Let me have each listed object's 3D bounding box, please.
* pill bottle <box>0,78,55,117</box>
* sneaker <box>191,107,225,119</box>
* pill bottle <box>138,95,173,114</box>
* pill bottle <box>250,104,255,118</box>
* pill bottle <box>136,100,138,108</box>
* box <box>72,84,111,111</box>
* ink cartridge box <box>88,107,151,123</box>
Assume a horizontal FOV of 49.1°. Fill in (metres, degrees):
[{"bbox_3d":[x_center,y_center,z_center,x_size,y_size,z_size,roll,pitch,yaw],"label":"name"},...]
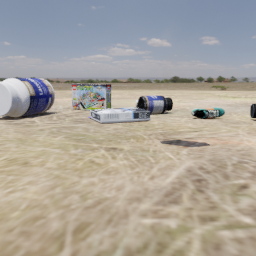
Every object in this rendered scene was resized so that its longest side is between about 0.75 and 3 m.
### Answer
[{"bbox_3d":[-4.490,-1.303,11.878,1.598,1.598,2.762,3,11,18],"label":"pill bottle"},{"bbox_3d":[3.166,-0.552,11.014,1.301,0.464,0.520,-2,17,8],"label":"sneaker"},{"bbox_3d":[1.261,-1.067,12.799,1.493,0.835,0.835,-4,10,-23],"label":"pill bottle"},{"bbox_3d":[5.325,-0.634,10.487,1.301,0.728,0.728,0,9,10],"label":"pill bottle"},{"bbox_3d":[0.867,-1.340,15.604,0.831,0.454,0.454,1,9,9],"label":"pill bottle"},{"bbox_3d":[-1.875,-1.549,14.125,2.459,1.353,0.427,7,11,38],"label":"box"},{"bbox_3d":[-0.411,-0.534,10.854,1.945,0.426,1.963,-5,9,-22],"label":"ink cartridge box"}]
